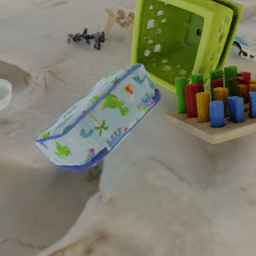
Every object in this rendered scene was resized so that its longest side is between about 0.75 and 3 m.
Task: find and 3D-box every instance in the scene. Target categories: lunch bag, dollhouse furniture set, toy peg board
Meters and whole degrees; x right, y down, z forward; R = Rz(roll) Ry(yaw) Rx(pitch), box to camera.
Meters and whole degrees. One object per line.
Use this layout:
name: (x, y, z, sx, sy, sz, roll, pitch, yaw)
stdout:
lunch bag: (-0.749, -0.279, 6.908, 2.348, 1.205, 2.922, -9, 32, 54)
dollhouse furniture set: (-0.315, -4.332, 12.179, 1.717, 1.117, 1.577, 2, 41, -29)
toy peg board: (2.568, -0.819, 7.455, 2.546, 1.245, 2.535, -15, 18, -14)

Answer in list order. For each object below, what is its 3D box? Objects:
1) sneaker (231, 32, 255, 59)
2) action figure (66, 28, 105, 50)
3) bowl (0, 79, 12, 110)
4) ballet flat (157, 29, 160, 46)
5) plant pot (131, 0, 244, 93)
sneaker: (4.831, -2.927, 10.810, 2.152, 0.774, 0.780, 43, 94, 27)
action figure: (-1.829, -3.756, 11.656, 1.707, 0.592, 1.111, 15, 52, 19)
bowl: (-4.237, -0.928, 8.759, 1.346, 0.605, 1.346, 0, 45, 0)
ballet flat: (1.417, -3.707, 11.724, 0.536, 0.579, 1.643, -16, 38, 21)
plant pot: (2.018, -3.113, 9.518, 2.588, 2.838, 2.852, -30, 52, -35)
